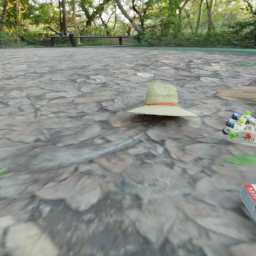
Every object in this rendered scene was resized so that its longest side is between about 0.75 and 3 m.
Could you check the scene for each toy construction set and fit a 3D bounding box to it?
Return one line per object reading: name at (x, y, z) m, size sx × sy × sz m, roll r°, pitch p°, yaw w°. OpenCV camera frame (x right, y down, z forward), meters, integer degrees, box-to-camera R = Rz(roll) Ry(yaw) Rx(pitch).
toy construction set at (2.878, 0.017, 6.836) m, size 0.921 × 0.647 × 1.405 m, roll 31°, pitch 27°, yaw 21°

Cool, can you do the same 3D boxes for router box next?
router box at (2.592, 1.356, 4.488) m, size 1.119 × 0.305 × 1.247 m, roll 0°, pitch 20°, yaw 0°

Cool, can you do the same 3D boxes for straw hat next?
straw hat at (1.076, -0.948, 9.121) m, size 2.360 × 0.999 × 2.360 m, roll 4°, pitch 4°, yaw 0°
